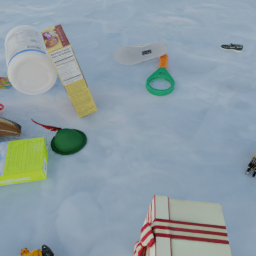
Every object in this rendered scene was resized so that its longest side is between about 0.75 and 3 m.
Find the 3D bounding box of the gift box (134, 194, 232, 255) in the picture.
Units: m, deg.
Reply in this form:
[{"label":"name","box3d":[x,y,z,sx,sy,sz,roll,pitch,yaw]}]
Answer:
[{"label":"gift box","box3d":[1.015,2.404,5.955,1.674,1.654,1.793,6,41,-5]}]

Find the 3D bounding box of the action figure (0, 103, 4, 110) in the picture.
[{"label":"action figure","box3d":[-5.398,-0.585,9.479,2.211,1.094,0.721,-22,49,-24]}]

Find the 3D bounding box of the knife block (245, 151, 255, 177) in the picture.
[{"label":"knife block","box3d":[3.786,1.062,8.308,0.313,0.860,0.979,29,6,26]}]

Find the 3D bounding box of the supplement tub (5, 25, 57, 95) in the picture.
[{"label":"supplement tub","box3d":[-3.919,-2.755,11.190,1.794,1.794,2.719,-14,44,-14]}]

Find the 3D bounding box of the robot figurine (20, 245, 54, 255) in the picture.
[{"label":"robot figurine","box3d":[-1.952,3.344,5.685,1.328,0.533,1.832,-16,47,-16]}]

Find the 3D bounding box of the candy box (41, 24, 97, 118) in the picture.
[{"label":"candy box","box3d":[-1.949,-1.869,9.496,0.773,2.738,1.598,-22,46,-6]}]

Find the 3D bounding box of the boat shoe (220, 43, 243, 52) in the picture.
[{"label":"boat shoe","box3d":[4.997,-3.932,13.496,1.034,0.312,0.391,11,45,11]}]

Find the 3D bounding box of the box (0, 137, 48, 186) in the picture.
[{"label":"box","box3d":[-3.537,0.995,8.145,2.249,0.536,1.371,-7,44,-7]}]

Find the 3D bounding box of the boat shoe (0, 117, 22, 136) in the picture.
[{"label":"boat shoe","box3d":[-4.825,0.100,8.909,2.723,1.030,1.006,6,77,-1]}]

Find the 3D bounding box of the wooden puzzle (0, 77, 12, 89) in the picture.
[{"label":"wooden puzzle","box3d":[-5.086,-1.839,11.460,0.706,0.084,1.191,6,44,6]}]

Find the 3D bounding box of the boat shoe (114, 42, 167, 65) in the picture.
[{"label":"boat shoe","box3d":[0.551,-3.416,12.639,2.371,0.853,0.779,-15,13,3]}]

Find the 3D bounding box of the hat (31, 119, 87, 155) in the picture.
[{"label":"hat","box3d":[-1.970,0.078,8.637,1.123,1.193,1.356,33,53,30]}]

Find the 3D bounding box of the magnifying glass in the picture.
[{"label":"magnifying glass","box3d":[1.428,-2.301,11.831,1.154,0.325,2.900,6,46,7]}]
